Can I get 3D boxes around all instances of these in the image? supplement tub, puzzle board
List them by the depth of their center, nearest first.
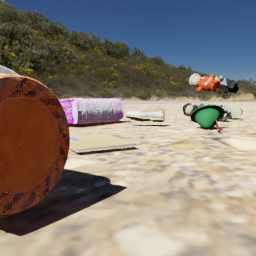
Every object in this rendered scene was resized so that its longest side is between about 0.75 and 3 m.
[{"bbox_3d":[-1.618,0.062,2.559,2.077,1.273,1.273,3,7,34],"label":"supplement tub"},{"bbox_3d":[-0.690,0.300,5.582,1.148,0.133,1.524,-5,8,-27],"label":"puzzle board"}]

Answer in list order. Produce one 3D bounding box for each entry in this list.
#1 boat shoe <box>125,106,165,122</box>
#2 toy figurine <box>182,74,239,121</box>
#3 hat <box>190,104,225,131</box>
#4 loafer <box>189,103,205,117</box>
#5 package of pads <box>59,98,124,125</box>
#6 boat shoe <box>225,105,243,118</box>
[{"bbox_3d":[0.567,-0.465,9.144,1.299,0.444,0.486,5,-12,13],"label":"boat shoe"},{"bbox_3d":[3.055,-1.120,10.502,1.767,1.795,1.249,-6,22,-34],"label":"toy figurine"},{"bbox_3d":[2.383,-0.001,8.124,1.001,1.063,1.208,-25,-36,29],"label":"hat"},{"bbox_3d":[3.387,-0.802,12.737,0.618,0.639,1.819,-5,8,-35],"label":"loafer"},{"bbox_3d":[-1.376,-0.590,9.752,1.390,0.873,2.307,-3,3,39],"label":"package of pads"},{"bbox_3d":[4.405,-0.759,12.460,0.525,0.613,1.676,-13,8,-29],"label":"boat shoe"}]
